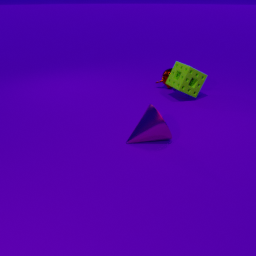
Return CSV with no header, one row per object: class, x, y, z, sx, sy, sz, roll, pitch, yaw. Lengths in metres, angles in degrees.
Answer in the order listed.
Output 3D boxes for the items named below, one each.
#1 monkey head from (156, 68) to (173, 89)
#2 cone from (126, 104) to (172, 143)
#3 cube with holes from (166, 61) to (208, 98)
monkey head,1.713,-2.036,11.160,1.234,0.744,0.888,-41,-4,6
cone,0.402,0.112,7.372,1.098,1.094,1.094,-32,32,-3
cube with holes,2.108,-1.761,10.164,0.884,0.884,0.884,17,16,-31
